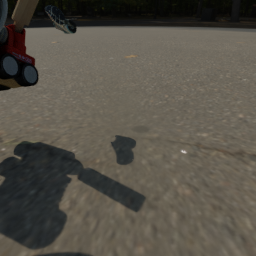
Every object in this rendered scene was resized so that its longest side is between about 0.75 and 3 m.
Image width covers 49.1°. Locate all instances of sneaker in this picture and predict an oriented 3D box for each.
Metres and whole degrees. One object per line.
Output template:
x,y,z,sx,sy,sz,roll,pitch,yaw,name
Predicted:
-2.321,-3.509,9.295,0.550,0.495,1.274,-2,-21,34,sneaker

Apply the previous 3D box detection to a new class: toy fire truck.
-3.465,-2.672,7.556,1.810,2.814,2.477,-5,-11,26,toy fire truck

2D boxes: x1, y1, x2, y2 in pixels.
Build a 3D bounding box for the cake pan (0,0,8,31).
-3.836,-2.442,5.659,2.636,2.636,0.483,-9,-12,-20,cake pan
